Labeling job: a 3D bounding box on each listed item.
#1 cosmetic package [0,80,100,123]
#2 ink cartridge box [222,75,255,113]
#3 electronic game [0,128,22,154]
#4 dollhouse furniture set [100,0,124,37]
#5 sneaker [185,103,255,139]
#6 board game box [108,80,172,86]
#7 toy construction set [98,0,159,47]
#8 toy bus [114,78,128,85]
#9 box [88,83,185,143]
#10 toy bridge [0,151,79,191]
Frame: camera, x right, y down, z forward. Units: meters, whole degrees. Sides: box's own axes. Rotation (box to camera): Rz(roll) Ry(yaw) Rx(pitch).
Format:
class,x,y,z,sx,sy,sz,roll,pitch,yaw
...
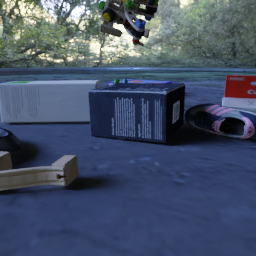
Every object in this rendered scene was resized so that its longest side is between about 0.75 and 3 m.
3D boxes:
class,x,y,z,sx,sy,sz,roll,pitch,yaw
cosmetic package,-2.090,-0.781,7.936,2.577,1.093,1.387,-2,13,-3
ink cartridge box,3.079,-0.561,6.565,1.650,1.432,0.359,4,52,17
electronic game,-2.991,0.188,5.076,2.000,0.416,2.000,11,6,-1
dollhouse furniture set,0.039,-4.023,8.690,1.285,1.695,1.934,16,-22,-3
sneaker,2.038,-0.175,6.463,1.904,0.668,0.781,8,19,42
board game box,0.600,-1.941,13.452,2.574,0.576,1.731,8,16,28
toy construction set,-0.017,-2.404,5.973,1.091,1.184,1.420,23,-9,3
toy bus,-0.216,-1.187,10.451,1.157,0.633,1.226,25,-33,-30
box,0.286,-0.457,6.598,1.767,1.114,1.797,6,16,23
toy bridge,-2.039,0.602,4.048,2.512,0.342,0.844,2,15,14
